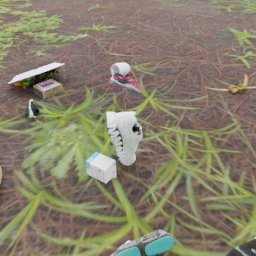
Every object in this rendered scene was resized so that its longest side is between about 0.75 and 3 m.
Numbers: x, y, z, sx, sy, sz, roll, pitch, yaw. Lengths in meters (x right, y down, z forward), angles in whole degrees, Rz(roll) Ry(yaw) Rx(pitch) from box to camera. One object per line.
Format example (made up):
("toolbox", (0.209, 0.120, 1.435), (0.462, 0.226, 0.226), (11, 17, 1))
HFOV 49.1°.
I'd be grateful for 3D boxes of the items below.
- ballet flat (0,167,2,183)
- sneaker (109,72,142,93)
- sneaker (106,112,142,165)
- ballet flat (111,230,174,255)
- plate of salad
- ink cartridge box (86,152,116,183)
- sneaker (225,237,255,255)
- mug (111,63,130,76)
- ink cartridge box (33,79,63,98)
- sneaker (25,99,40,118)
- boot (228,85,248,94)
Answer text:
("ballet flat", (-4.203, 1.517, 8.254), (0.867, 0.803, 2.460), (-18, 38, -19))
("sneaker", (-0.082, -1.676, 10.877), (1.449, 0.541, 0.584), (18, 41, -33))
("sneaker", (0.027, 0.362, 8.506), (0.936, 2.310, 0.868), (-13, 50, 4))
("ballet flat", (0.262, 2.883, 6.673), (1.702, 0.612, 0.612), (-14, 38, -19))
("plate of salad", (-4.441, -2.583, 13.858), (2.881, 0.692, 2.881), (-17, 17, 6))
("ink cartridge box", (-0.800, 1.262, 8.810), (0.890, 0.572, 0.558), (20, 41, 28))
("sneaker", (3.029, 2.933, 6.157), (2.622, 1.184, 1.025), (-40, 40, -12))
("mug", (-0.426, -3.073, 14.873), (0.866, 0.729, 0.988), (-24, 11, -38))
("ink cartridge box", (-3.829, -1.899, 13.398), (0.878, 0.400, 1.065), (29, 45, 33))
("sneaker", (-4.042, -0.757, 11.901), (0.530, 0.459, 1.281), (15, 31, -23))
("boot", (5.294, -1.865, 13.500), (0.793, 0.304, 0.616), (-15, 33, -9))
